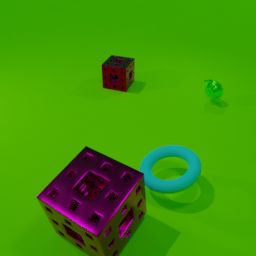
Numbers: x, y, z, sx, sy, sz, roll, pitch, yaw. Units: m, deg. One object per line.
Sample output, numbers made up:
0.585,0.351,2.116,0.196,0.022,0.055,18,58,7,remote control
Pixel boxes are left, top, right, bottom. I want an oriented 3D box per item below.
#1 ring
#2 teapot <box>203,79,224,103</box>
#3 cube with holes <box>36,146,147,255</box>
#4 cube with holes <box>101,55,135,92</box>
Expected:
0.966,0.924,6.474,1.427,0.285,1.427,-11,35,8,ring
2.917,-1.315,9.658,0.522,1.067,0.663,-36,24,-9,teapot
-0.601,1.501,5.442,1.383,1.383,1.383,22,51,26,cube with holes
-0.355,-2.091,10.701,0.968,0.968,0.968,12,39,16,cube with holes
